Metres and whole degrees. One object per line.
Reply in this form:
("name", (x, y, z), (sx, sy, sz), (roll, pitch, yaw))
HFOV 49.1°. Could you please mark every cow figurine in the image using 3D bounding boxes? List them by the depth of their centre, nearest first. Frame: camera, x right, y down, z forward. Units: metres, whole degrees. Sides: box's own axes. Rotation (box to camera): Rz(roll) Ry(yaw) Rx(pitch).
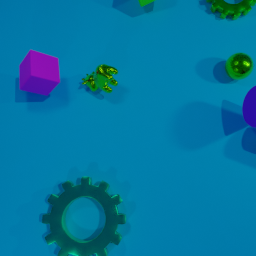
("cow figurine", (-0.773, -1.347, 7.446), (1.018, 1.034, 0.568), (28, 60, 13))

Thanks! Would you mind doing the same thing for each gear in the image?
("gear", (-1.061, 2.236, 6.915), (2.000, 0.370, 2.000), (0, 76, 0))
("gear", (3.120, -4.021, 8.391), (1.489, 0.275, 1.489), (0, 85, 4))

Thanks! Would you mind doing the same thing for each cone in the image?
("cone", (3.658, -0.495, 6.992), (1.070, 1.066, 1.066), (5, 75, -18))

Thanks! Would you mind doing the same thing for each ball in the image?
("ball", (3.052, -1.697, 7.698), (0.742, 0.742, 0.742), (0, 76, 0))

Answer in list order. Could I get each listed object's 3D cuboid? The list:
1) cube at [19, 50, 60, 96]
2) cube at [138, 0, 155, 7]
("cube", (-2.239, -1.371, 7.067), (0.747, 0.747, 0.747), (10, 61, -40))
("cube", (0.548, -4.137, 7.986), (0.824, 0.824, 0.824), (-21, 41, 11))
